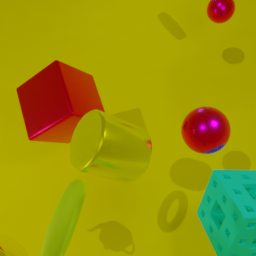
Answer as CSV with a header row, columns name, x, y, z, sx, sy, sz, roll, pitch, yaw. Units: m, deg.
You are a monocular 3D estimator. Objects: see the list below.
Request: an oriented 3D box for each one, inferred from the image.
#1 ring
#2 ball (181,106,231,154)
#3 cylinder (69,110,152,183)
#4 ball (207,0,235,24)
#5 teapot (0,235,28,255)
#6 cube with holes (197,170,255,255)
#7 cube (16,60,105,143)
name,x,y,z,sx,sy,sz,roll,pitch,yaw
ring,-0.797,1.199,3.574,0.222,1.109,1.109,18,67,1
ball,1.185,0.035,4.287,0.731,0.731,0.731,0,65,0
cylinder,-0.246,0.272,3.923,0.848,0.848,0.848,21,60,-35
ball,2.396,-3.071,7.232,0.706,0.706,0.706,0,65,0
teapot,-1.940,2.014,4.171,1.297,0.806,0.635,29,77,45
cube with holes,2.159,1.590,5.151,1.159,1.159,1.159,3,30,-13
cube,-1.394,-0.481,6.004,1.229,1.229,1.229,-27,72,24
